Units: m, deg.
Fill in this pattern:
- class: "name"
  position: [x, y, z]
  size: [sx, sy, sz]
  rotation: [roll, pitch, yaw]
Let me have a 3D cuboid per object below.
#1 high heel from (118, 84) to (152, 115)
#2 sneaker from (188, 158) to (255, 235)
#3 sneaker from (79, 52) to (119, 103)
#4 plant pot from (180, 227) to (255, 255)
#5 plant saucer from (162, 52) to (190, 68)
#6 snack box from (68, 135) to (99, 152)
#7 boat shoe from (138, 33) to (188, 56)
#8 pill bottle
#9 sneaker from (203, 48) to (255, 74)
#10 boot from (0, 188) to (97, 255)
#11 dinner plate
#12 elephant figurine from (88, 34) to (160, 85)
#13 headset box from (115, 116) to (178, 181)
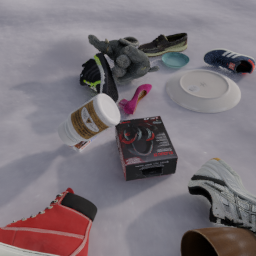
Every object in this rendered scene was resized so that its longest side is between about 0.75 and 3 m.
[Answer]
- class: "high heel"
  position: [0.443, -1.020, 9.829]
  size: [1.564, 0.527, 0.750]
  rotation: [-32, 52, -29]
- class: "sneaker"
  position: [2.527, 1.990, 6.463]
  size: [1.213, 1.047, 2.768]
  rotation: [-36, 50, -9]
- class: "sneaker"
  position: [-1.172, -1.695, 10.464]
  size: [1.208, 1.046, 2.917]
  rotation: [-23, 42, 9]
- class: "plant pot"
  position: [1.982, 2.530, 5.671]
  size: [1.344, 1.256, 1.256]
  rotation: [-7, 42, -27]
- class: "plant saucer"
  position: [2.044, -2.895, 12.069]
  size: [1.199, 0.215, 1.199]
  rotation: [0, 42, 0]
- class: "snack box"
  position: [-1.223, 0.192, 8.787]
  size: [0.506, 0.171, 1.409]
  rotation: [25, 49, 26]
- class: "boat shoe"
  position: [1.558, -3.850, 12.660]
  size: [2.454, 0.795, 0.898]
  rotation: [-15, 45, -16]
- class: "pill bottle"
  position: [-1.130, -0.168, 7.816]
  size: [1.673, 0.957, 0.957]
  rotation: [-29, 35, 27]
- class: "sneaker"
  position: [4.117, -2.665, 11.400]
  size: [2.095, 0.785, 0.885]
  rotation: [10, 40, 11]
- class: "boot"
  position: [-2.152, 2.117, 6.183]
  size: [2.772, 1.004, 2.000]
  rotation: [10, 43, -1]
- class: "dinner plate"
  position: [2.849, -1.569, 10.597]
  size: [2.793, 0.339, 2.793]
  rotation: [-1, 43, 1]
- class: "elephant figurine"
  position: [-0.227, -2.984, 11.123]
  size: [1.673, 1.835, 2.365]
  rotation: [-36, 48, 8]
- class: "headset box"
  position: [0.482, 0.601, 7.941]
  size: [1.437, 0.725, 1.933]
  rotation: [-7, 43, -8]
